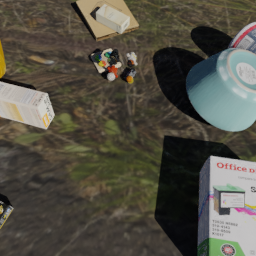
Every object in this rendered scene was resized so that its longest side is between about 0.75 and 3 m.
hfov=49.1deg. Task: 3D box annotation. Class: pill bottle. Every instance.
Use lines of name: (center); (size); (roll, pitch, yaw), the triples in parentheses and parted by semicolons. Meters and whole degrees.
pill bottle: (5.190, -2.431, 10.260); (1.665, 1.665, 2.785); (-27, 60, -16)

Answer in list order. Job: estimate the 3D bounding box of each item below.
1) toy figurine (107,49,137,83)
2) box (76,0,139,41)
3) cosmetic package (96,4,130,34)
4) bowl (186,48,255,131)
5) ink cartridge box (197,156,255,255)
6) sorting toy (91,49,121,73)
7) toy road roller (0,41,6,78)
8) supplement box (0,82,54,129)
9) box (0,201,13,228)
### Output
toy figurine: (-0.235, -2.301, 10.544); (1.127, 1.145, 0.796); (12, 45, 3)
box: (-0.962, -5.166, 12.762); (2.065, 0.269, 2.526); (-21, 67, -13)
cosmetic package: (-0.655, -4.726, 12.135); (1.334, 0.487, 0.690); (31, 66, 11)
bowl: (3.579, -1.496, 9.318); (2.895, 1.514, 2.895); (8, 62, -16)
ink cartridge box: (3.045, 2.377, 7.430); (2.126, 1.233, 2.936); (8, 57, 5)
sorting toy: (-0.910, -2.778, 11.411); (0.982, 0.194, 1.061); (-21, 60, -13)
toy road roller: (-5.969, -2.623, 10.471); (2.825, 1.736, 2.062); (16, 46, 4)
supplement box: (-3.600, -0.774, 9.510); (1.903, 1.200, 0.700); (15, 56, 9)
box: (-4.181, 2.649, 7.785); (1.212, 0.375, 1.518); (20, 59, 11)
